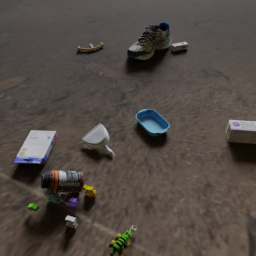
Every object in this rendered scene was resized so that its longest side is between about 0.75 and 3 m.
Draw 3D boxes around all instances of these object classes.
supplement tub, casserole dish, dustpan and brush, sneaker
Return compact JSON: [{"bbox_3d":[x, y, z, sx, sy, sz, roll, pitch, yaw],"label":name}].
[{"bbox_3d":[-1.589,1.298,6.776,0.967,0.517,0.517,6,38,-23],"label":"supplement tub"},{"bbox_3d":[0.766,-0.150,8.823,0.754,0.242,1.245,-22,45,-22],"label":"casserole dish"},{"bbox_3d":[-0.758,0.427,8.109,0.753,0.309,1.079,-40,50,-11],"label":"dustpan and brush"},{"bbox_3d":[0.914,-3.960,12.427,1.073,1.186,2.785,28,49,28],"label":"sneaker"}]

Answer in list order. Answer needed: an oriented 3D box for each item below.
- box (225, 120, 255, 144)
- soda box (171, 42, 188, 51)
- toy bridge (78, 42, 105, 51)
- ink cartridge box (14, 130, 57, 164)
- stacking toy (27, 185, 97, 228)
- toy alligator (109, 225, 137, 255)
[{"bbox_3d":[4.236,0.165,8.256,2.523,0.523,0.488,3,41,5],"label":"box"},{"bbox_3d":[2.382,-3.759,12.913,0.754,0.240,0.257,-16,44,-17],"label":"soda box"},{"bbox_3d":[-1.663,-3.717,12.919,1.250,0.170,0.420,-15,47,-17],"label":"toy bridge"},{"bbox_3d":[-2.594,0.584,7.957,0.790,0.278,1.323,2,39,7],"label":"ink cartridge box"},{"bbox_3d":[-1.562,1.719,6.686,1.348,0.317,1.017,12,41,16],"label":"stacking toy"},{"bbox_3d":[-0.075,2.263,5.732,0.306,0.280,1.032,37,37,16],"label":"toy alligator"}]
